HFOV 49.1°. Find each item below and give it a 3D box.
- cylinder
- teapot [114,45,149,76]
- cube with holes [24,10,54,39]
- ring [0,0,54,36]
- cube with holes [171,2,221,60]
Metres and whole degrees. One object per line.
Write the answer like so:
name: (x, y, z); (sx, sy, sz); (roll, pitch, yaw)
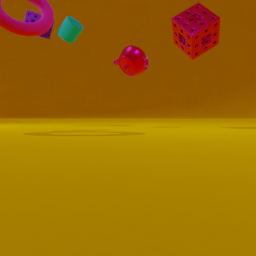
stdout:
cylinder: (-2.233, -3.799, 10.847); (0.735, 0.735, 0.735); (-45, -22, 26)
teapot: (0.151, -2.093, 8.990); (1.617, 1.005, 0.792); (17, 52, 42)
cube with holes: (-3.456, -3.984, 10.841); (0.774, 0.774, 0.774); (20, 14, 5)
ring: (-2.527, -2.817, 6.654); (1.518, 1.518, 0.304); (-1, -25, -31)
cube with holes: (2.027, -2.895, 8.406); (0.983, 0.983, 0.983); (-32, -33, -6)
